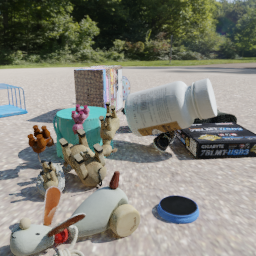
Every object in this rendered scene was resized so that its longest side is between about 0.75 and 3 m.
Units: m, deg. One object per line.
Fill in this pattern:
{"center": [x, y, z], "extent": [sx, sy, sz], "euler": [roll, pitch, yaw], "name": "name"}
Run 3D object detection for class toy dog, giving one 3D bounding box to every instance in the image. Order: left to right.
{"center": [-0.806, 1.421, 4.908], "extent": [1.494, 1.091, 2.266], "euler": [12, 20, 37], "name": "toy dog"}

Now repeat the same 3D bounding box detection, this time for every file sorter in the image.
{"center": [-6.509, -1.494, 14.526], "extent": [1.602, 1.416, 2.308], "euler": [-14, 20, -41], "name": "file sorter"}

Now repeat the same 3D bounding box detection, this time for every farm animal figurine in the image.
{"center": [-1.174, 0.586, 7.388], "extent": [2.552, 1.331, 2.524], "euler": [-17, 41, -13], "name": "farm animal figurine"}

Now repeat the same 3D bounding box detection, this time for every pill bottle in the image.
{"center": [1.365, -0.662, 8.940], "extent": [2.648, 1.514, 1.514], "euler": [-12, 10, 24], "name": "pill bottle"}

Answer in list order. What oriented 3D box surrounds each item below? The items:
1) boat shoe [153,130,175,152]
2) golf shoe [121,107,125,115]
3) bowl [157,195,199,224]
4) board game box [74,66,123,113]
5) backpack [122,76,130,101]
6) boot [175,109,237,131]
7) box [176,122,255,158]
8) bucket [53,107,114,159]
{"center": [1.270, 0.369, 9.431], "extent": [0.557, 0.455, 1.507], "euler": [46, 25, 7], "name": "boat shoe"}
{"center": [1.101, -0.916, 11.615], "extent": [2.880, 1.361, 1.120], "euler": [1, 22, -25], "name": "golf shoe"}
{"center": [1.038, 1.657, 5.781], "extent": [0.854, 0.168, 0.854], "euler": [0, 16, 0], "name": "bowl"}
{"center": [-1.352, -1.838, 13.963], "extent": [1.435, 2.362, 2.963], "euler": [3, 16, 15], "name": "board game box"}
{"center": [-0.706, -2.432, 17.111], "extent": [1.550, 2.012, 1.917], "euler": [17, 17, 27], "name": "backpack"}
{"center": [2.821, -0.383, 11.688], "extent": [2.927, 0.991, 1.912], "euler": [3, 13, -11], "name": "boot"}
{"center": [3.080, 0.356, 9.627], "extent": [2.353, 0.585, 2.335], "euler": [-1, 17, -6], "name": "box"}
{"center": [-1.410, 0.117, 9.065], "extent": [2.030, 1.321, 2.030], "euler": [0, 16, 0], "name": "bucket"}
